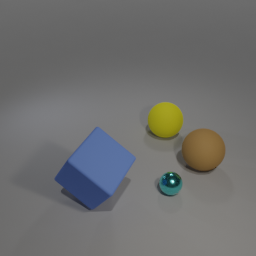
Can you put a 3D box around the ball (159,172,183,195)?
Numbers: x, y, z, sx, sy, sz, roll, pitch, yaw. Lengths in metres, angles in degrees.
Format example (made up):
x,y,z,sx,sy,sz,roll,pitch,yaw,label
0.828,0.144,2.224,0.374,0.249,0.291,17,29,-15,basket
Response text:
x,y,z,sx,sy,sz,roll,pitch,yaw,label
1.295,1.670,8.458,0.700,0.700,0.700,0,31,0,ball

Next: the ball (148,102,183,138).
x,y,z,sx,sy,sz,roll,pitch,yaw,label
1.479,-0.319,11.083,1.400,1.400,1.400,0,31,0,ball

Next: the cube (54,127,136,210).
x,y,z,sx,sy,sz,roll,pitch,yaw,label
-0.907,1.118,7.696,1.400,1.400,1.400,39,49,-3,cube

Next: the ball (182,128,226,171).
x,y,z,sx,sy,sz,roll,pitch,yaw,label
2.487,0.712,9.266,1.400,1.400,1.400,0,31,0,ball
